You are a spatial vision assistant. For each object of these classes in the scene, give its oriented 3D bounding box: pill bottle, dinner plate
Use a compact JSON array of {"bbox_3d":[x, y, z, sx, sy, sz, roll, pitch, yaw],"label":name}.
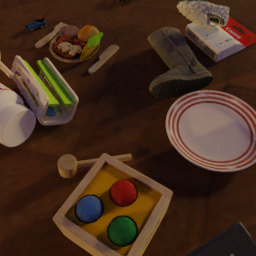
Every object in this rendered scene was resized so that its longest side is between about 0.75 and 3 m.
[{"bbox_3d":[-3.726,-0.573,7.424,2.519,1.414,1.414,30,60,20],"label":"pill bottle"},{"bbox_3d":[2.367,0.036,7.676,2.693,0.326,2.693,0,56,0],"label":"dinner plate"}]

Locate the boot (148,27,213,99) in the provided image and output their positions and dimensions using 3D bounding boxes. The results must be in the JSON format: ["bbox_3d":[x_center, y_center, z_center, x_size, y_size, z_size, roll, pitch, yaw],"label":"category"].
[{"bbox_3d":[1.252,-2.184,8.863,2.273,0.907,2.500,-12,62,-25],"label":"boot"}]

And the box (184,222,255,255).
[{"bbox_3d":[1.337,3.592,4.341,2.903,1.705,2.855,-24,58,-16],"label":"box"}]

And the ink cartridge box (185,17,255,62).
[{"bbox_3d":[3.391,-3.371,9.919,2.125,0.502,1.701,-28,59,-15],"label":"ink cartridge box"}]

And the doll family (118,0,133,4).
[{"bbox_3d":[-0.241,-5.322,11.412,0.900,0.353,0.520,12,60,15],"label":"doll family"}]

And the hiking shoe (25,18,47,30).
[{"bbox_3d":[-3.432,-3.879,10.377,0.803,0.348,0.299,-19,57,-12],"label":"hiking shoe"}]

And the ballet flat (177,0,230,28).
[{"bbox_3d":[2.561,-3.665,9.106,2.312,0.830,0.830,-11,53,-35],"label":"ballet flat"}]

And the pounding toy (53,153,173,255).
[{"bbox_3d":[-0.527,1.281,6.212,2.823,1.292,2.480,27,60,17],"label":"pounding toy"}]

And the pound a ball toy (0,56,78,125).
[{"bbox_3d":[-2.795,-1.154,7.890,1.654,1.078,2.537,-8,47,-45],"label":"pound a ball toy"}]

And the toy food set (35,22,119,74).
[{"bbox_3d":[-1.824,-2.984,9.639,2.651,0.532,1.830,27,59,17],"label":"toy food set"}]
